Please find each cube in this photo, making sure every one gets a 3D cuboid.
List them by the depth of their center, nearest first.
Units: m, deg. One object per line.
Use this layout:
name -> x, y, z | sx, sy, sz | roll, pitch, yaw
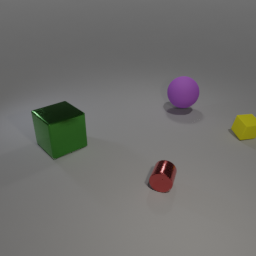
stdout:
cube -> -2.461, 0.027, 10.138 | 1.400, 1.400, 1.400 | -22, 36, -34
cube -> 4.549, -0.047, 10.784 | 0.700, 0.700, 0.700 | -5, 42, -15

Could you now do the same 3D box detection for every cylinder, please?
cylinder -> 1.051, 1.432, 8.359 | 0.700, 0.700, 0.700 | 9, 31, 16

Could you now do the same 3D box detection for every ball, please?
ball -> 2.447, -1.583, 12.422 | 1.400, 1.400, 1.400 | 0, 29, 0
